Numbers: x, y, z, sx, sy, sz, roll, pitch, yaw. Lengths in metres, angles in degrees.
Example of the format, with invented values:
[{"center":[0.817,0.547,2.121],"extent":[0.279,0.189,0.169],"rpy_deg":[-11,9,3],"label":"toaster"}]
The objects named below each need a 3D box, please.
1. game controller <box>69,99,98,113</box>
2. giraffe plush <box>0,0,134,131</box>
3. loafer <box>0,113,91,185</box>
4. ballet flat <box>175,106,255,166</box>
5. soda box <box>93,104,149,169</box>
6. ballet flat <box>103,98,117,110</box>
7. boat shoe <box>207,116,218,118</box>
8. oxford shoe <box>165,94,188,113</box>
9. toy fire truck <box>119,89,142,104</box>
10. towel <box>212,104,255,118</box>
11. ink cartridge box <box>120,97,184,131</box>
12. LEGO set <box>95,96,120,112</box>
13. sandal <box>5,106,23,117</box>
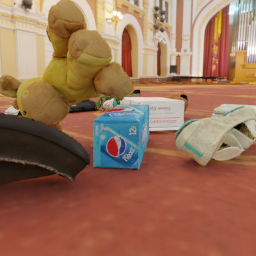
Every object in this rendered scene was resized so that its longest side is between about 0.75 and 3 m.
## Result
[{"center":[-2.448,-0.835,11.008],"extent":[2.613,0.550,1.363],"rpy_deg":[-9,28,-37],"label":"game controller"},{"center":[-1.344,-0.848,5.492],"extent":[2.034,2.164,2.508],"rpy_deg":[-38,-3,-6],"label":"giraffe plush"},{"center":[-1.934,0.357,3.275],"extent":[2.943,1.050,1.074],"rpy_deg":[11,-15,-11],"label":"loafer"},{"center":[1.808,0.176,5.050],"extent":[2.523,0.851,0.787],"rpy_deg":[-14,48,-41],"label":"ballet flat"},{"center":[-0.024,0.043,5.180],"extent":[0.719,0.760,2.241],"rpy_deg":[1,11,7],"label":"soda box"},{"center":[-0.527,-0.664,8.050],"extent":[0.388,0.388,1.118],"rpy_deg":[0,4,1],"label":"ballet flat"},{"center":[1.933,-0.002,6.136],"extent":[0.545,0.498,1.457],"rpy_deg":[10,14,39],"label":"boat shoe"},{"center":[1.725,-0.867,9.569],"extent":[0.726,0.725,2.035],"rpy_deg":[40,13,-11],"label":"oxford shoe"},{"center":[-0.275,-1.453,13.116],"extent":[1.371,1.002,1.557],"rpy_deg":[-7,1,-29],"label":"toy fire truck"},{"center":[3.679,-0.479,9.098],"extent":[1.647,0.396,1.409],"rpy_deg":[6,15,29],"label":"towel"},{"center":[0.696,-0.443,7.797],"extent":[1.298,0.752,2.229],"rpy_deg":[-3,11,-18],"label":"ink cartridge box"},{"center":[-0.782,-0.863,11.182],"extent":[0.996,0.577,0.766],"rpy_deg":[-3,39,8],"label":"LEGO set"},{"center":[-3.732,-0.471,8.861],"extent":[1.497,0.429,0.573],"rpy_deg":[3,11,16],"label":"sandal"}]
